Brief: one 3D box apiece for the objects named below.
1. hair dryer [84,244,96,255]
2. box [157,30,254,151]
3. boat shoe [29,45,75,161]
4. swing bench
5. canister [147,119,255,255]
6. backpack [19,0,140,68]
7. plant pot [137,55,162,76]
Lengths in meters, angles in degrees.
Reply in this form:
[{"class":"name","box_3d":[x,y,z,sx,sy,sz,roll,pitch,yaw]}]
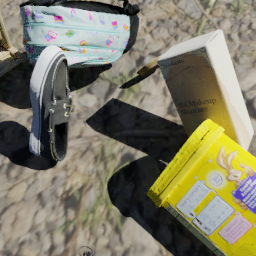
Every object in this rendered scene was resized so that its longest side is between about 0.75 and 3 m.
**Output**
[{"class":"hair dryer","box_3d":[-0.740,2.869,5.665,0.639,0.228,0.839,-42,76,-15]},{"class":"box","box_3d":[1.770,-0.655,6.198,1.223,2.576,1.001,-9,27,41]},{"class":"boat shoe","box_3d":[-1.532,-0.388,5.992,0.780,2.755,0.945,23,38,6]},{"class":"swing bench","box_3d":[-4.542,-2.302,7.355,1.676,2.583,2.569,35,65,25]},{"class":"canister","box_3d":[2.042,1.495,5.462,2.805,2.083,1.214,41,26,17]},{"class":"backpack","box_3d":[-1.312,-2.487,7.291,2.357,1.788,2.824,8,18,40]},{"class":"plant pot","box_3d":[0.779,-1.774,7.845,1.164,1.164,0.160,-31,92,-16]}]
